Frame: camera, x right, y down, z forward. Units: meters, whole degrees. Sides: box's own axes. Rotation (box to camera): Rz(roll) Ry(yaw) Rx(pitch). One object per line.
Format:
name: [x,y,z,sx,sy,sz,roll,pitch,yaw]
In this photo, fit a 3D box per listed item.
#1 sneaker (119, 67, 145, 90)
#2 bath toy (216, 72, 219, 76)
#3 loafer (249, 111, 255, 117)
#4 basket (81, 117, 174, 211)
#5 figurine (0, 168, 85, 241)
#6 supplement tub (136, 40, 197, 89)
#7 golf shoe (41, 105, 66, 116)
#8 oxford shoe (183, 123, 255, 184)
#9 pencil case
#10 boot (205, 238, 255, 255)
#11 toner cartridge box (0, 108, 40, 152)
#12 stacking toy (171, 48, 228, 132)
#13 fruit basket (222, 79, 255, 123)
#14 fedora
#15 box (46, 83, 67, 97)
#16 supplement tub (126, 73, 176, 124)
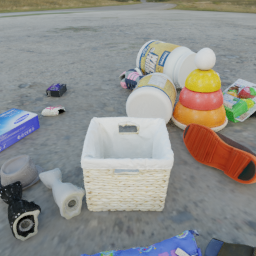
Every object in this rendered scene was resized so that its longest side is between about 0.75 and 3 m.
sneaker: [0.307,-2.071,13.459,1.194,1.021,2.911,-18,26,-3]
bath toy: [4.166,-2.934,15.253,1.592,0.692,0.588,15,10,17]
loafer: [5.099,-0.667,11.300,1.463,0.533,0.529,14,8,24]
basket: [-0.013,0.882,7.146,2.055,1.668,2.074,0,28,1]
figurine: [-2.153,1.633,6.855,1.755,0.755,1.712,-18,29,-30]
supplement tub: [2.049,-3.195,14.165,2.067,2.067,2.858,-22,35,-34]
golf shoe: [-3.018,-0.682,11.363,0.971,0.352,0.447,-17,33,-29]
oxford shoe: [2.834,0.733,8.408,1.064,1.044,2.933,7,22,-37]
pencil case: [0.260,2.484,4.969,2.278,0.989,0.889,-8,66,-12]
boot: [1.658,2.755,4.800,1.102,0.850,2.275,8,19,35]
toner cartridge box: [-4.452,0.186,9.529,1.290,0.586,2.716,14,32,23]
stacking toy: [2.707,-1.435,10.111,2.102,2.877,2.102,1,28,0]
fruit basket: [4.470,-1.208,11.154,1.975,0.926,1.829,-42,40,-7]
fedora: [-3.015,1.163,7.756,1.162,0.593,1.314,13,32,23]
box: [-3.415,-1.813,13.418,0.670,0.374,0.949,6,29,6]
supplement tub: [0.967,-1.108,10.765,1.668,1.668,2.307,7,29,12]
